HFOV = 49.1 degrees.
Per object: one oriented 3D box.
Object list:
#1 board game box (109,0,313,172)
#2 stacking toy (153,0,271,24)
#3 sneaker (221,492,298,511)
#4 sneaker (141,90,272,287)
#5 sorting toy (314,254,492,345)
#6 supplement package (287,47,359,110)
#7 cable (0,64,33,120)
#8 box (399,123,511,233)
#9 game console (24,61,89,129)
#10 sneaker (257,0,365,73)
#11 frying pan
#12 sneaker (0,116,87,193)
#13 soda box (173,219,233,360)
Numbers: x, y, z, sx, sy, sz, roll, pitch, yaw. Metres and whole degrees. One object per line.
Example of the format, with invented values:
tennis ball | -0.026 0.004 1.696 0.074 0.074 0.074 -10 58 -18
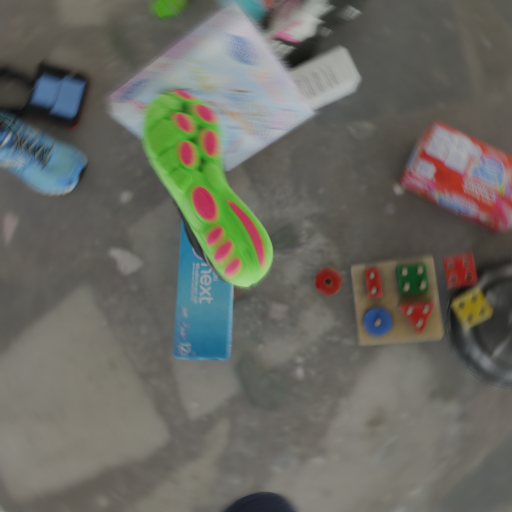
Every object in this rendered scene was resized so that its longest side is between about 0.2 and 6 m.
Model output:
board game box | -0.662 -2.517 9.372 2.500 2.506 0.516 -31 56 15
stacking toy | 0.289 -5.028 10.109 4.041 0.949 3.046 -38 52 5
sneaker | -0.416 4.487 8.393 2.447 1.006 0.905 -24 43 -27
sneaker | -0.878 -0.956 8.328 1.227 1.339 3.197 -19 82 -21
sorting toy | 2.609 0.806 10.006 3.051 0.516 1.471 -6 86 10
supplement package | 1.213 -3.294 10.646 1.229 0.699 0.673 -26 85 -3
cable | -4.800 -3.122 10.826 1.236 0.314 1.009 30 84 3
box | 3.876 -1.395 10.264 2.127 1.015 1.060 27 84 3
game console | -3.813 -3.087 10.770 1.001 0.176 1.132 15 83 -15
sneaker | 0.707 -4.519 10.737 2.982 1.198 1.288 -39 58 0
frying pan | 5.321 0.703 10.273 3.993 0.650 2.415 -42 84 -1
sneaker | -4.337 -1.923 10.277 2.475 1.113 0.970 22 84 3
soda box | -0.888 0.411 10.109 0.964 0.912 2.841 3 84 0
